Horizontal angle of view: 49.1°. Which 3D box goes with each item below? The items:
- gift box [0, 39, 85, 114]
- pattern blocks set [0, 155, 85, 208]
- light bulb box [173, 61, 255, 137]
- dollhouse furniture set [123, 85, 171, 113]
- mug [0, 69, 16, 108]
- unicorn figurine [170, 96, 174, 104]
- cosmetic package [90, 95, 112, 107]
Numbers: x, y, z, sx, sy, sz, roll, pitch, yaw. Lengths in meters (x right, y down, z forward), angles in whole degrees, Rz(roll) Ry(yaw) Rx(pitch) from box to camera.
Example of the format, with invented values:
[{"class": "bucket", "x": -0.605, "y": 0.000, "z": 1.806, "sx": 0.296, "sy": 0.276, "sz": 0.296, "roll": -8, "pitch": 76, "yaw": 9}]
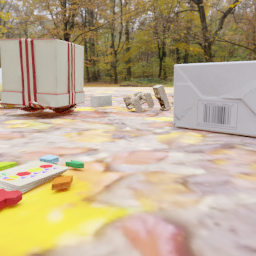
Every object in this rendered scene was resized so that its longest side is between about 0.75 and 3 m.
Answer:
[{"class": "gift box", "x": -3.176, "y": -1.795, "z": 10.105, "sx": 2.522, "sy": 2.552, "sz": 2.733, "roll": 5, "pitch": 12, "yaw": 20}, {"class": "pattern blocks set", "x": -1.294, "y": 0.620, "z": 3.588, "sx": 1.361, "sy": 0.126, "sz": 1.549, "roll": 8, "pitch": 13, "yaw": 39}, {"class": "light bulb box", "x": 3.090, "y": -0.890, "z": 7.590, "sx": 2.726, "sy": 1.716, "sz": 2.750, "roll": 9, "pitch": 13, "yaw": 42}, {"class": "dollhouse furniture set", "x": 0.810, "y": -1.004, "z": 11.614, "sx": 1.604, "sy": 1.044, "sz": 1.473, "roll": -24, "pitch": 15, "yaw": -11}, {"class": "mug", "x": -5.180, "y": -1.932, "z": 12.623, "sx": 2.273, "sy": 1.821, "sz": 1.866, "roll": 3, "pitch": 52, "yaw": 52}, {"class": "unicorn figurine", "x": 2.729, "y": -1.383, "z": 13.939, "sx": 1.897, "sy": 0.701, "sz": 1.303, "roll": 28, "pitch": 17, "yaw": 39}, {"class": "cosmetic package", "x": -1.271, "y": -1.305, "z": 13.475, "sx": 0.384, "sy": 0.569, "sz": 1.082, "roll": 7, "pitch": 10, "yaw": 42}]
